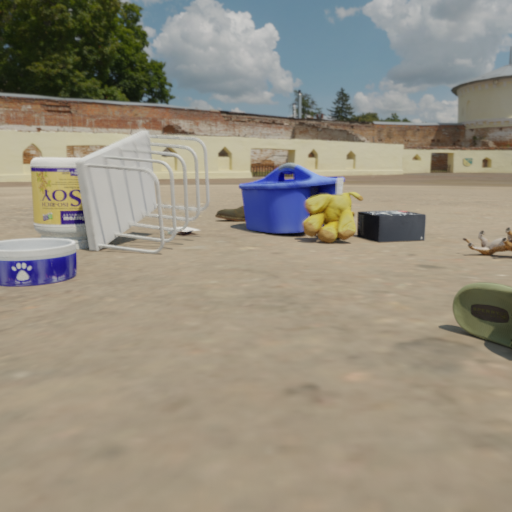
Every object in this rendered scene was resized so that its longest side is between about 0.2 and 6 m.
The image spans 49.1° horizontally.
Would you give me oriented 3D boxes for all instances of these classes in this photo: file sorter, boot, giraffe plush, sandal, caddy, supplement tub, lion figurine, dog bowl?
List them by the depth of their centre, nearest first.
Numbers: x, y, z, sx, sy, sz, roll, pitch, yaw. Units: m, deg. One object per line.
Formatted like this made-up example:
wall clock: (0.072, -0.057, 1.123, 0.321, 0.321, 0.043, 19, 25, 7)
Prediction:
sandal: (2.680, 0.651, 5.436, 0.566, 0.787, 1.982, 0, -1, -32)
dog bowl: (-3.751, 0.081, 9.295, 1.479, 0.582, 1.479, -1, 9, 0)
lion figurine: (4.946, -0.205, 11.377, 1.273, 0.461, 0.780, 1, -27, 48)
supplement tub: (-4.297, -1.207, 12.692, 1.460, 2.008, 1.460, 0, 9, 0)
file sorter: (-2.378, -1.495, 12.724, 1.801, 2.007, 2.892, 7, 26, 15)
giraffe plush: (1.900, -0.952, 13.916, 1.395, 1.617, 1.311, 21, -14, 12)
caddy: (0.966, -1.692, 15.706, 2.430, 1.804, 3.438, -8, 10, -27)
boot: (-0.217, -1.730, 18.605, 2.313, 1.121, 0.864, -2, 9, -11)

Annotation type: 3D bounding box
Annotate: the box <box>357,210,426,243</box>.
box: (3.387, -0.760, 14.100, 1.298, 0.676, 1.182, -3, 11, -17)

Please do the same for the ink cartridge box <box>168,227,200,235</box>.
ink cartridge box: (-1.931, -0.645, 15.058, 0.725, 0.182, 0.583, 15, 17, 42)
